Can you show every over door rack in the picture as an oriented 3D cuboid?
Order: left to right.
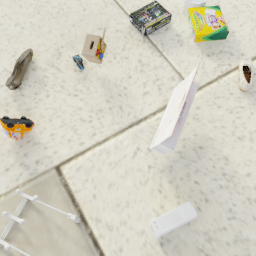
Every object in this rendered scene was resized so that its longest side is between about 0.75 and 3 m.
[{"bbox_3d":[-2.889,3.063,8.629,2.315,0.771,1.710,21,66,10],"label":"over door rack"}]

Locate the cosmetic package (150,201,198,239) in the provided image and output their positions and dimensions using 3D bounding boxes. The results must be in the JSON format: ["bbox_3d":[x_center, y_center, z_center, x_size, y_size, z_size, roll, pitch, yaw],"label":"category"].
[{"bbox_3d":[1.410,2.878,8.750,1.418,0.721,0.525,-22,65,-10],"label":"cosmetic package"}]

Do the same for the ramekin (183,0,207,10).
[{"bbox_3d":[3.219,-6.158,13.477,1.170,0.570,1.170,0,63,0],"label":"ramekin"}]

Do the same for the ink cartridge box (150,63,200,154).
[{"bbox_3d":[1.712,-0.519,9.288,0.581,2.291,2.600,26,73,-5],"label":"ink cartridge box"}]

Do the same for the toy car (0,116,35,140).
[{"bbox_3d":[-4.687,-0.232,10.564,2.469,1.211,0.822,23,108,29],"label":"toy car"}]

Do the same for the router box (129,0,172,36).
[{"bbox_3d":[1.043,-5.083,12.961,1.598,0.496,1.197,-33,67,-15],"label":"router box"}]

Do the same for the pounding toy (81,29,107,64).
[{"bbox_3d":[-1.237,-3.290,11.253,0.800,1.036,1.125,14,87,16],"label":"pounding toy"}]

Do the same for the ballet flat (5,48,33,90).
[{"bbox_3d":[-4.416,-2.438,11.651,0.741,0.510,2.198,-14,51,34],"label":"ballet flat"}]

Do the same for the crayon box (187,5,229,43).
[{"bbox_3d":[3.600,-4.777,12.797,1.495,0.505,1.732,-6,63,-3],"label":"crayon box"}]

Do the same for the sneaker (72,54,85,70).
[{"bbox_3d":[-2.044,-2.824,11.904,0.354,0.316,0.864,-30,67,-15],"label":"sneaker"}]

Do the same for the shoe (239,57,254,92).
[{"bbox_3d":[4.924,-2.294,11.543,0.613,0.468,1.753,11,63,6],"label":"shoe"}]
